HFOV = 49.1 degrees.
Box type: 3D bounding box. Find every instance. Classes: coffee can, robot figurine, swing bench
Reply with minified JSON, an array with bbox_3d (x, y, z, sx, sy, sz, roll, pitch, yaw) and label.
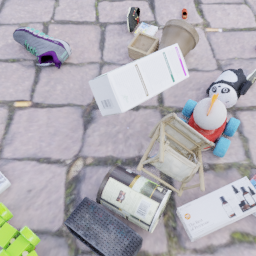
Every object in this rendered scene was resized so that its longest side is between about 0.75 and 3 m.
[{"bbox_3d":[0.169,1.947,7.881,1.741,1.274,1.274,25,59,16],"label":"coffee can"},{"bbox_3d":[3.722,-1.511,10.365,1.077,1.296,1.725,39,62,3],"label":"robot figurine"},{"bbox_3d":[1.378,0.766,7.923,1.664,1.085,1.672,35,54,-19],"label":"swing bench"}]

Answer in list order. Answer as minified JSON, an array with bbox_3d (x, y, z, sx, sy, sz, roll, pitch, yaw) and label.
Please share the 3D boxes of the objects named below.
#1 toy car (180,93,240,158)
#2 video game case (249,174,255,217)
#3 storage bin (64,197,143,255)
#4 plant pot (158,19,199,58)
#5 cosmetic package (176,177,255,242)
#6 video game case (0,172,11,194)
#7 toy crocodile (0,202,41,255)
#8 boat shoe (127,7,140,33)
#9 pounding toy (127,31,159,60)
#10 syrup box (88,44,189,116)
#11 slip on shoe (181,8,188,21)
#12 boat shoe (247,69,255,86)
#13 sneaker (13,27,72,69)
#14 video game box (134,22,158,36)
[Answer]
[{"bbox_3d":[2.650,-0.436,9.019,1.933,2.097,1.855,27,60,17],"label":"toy car"},{"bbox_3d":[4.929,1.915,8.518,2.828,0.247,2.022,-35,62,-22],"label":"video game case"},{"bbox_3d":[-0.620,2.794,7.300,1.873,1.266,0.878,30,61,19],"label":"storage bin"},{"bbox_3d":[1.936,-3.402,11.568,1.579,1.579,1.370,25,76,16],"label":"plant pot"},{"bbox_3d":[2.583,2.272,7.922,2.240,0.567,0.925,-23,56,-6],"label":"cosmetic package"},{"bbox_3d":[-5.100,1.824,8.585,2.010,0.254,2.206,37,63,22],"label":"video game case"},{"bbox_3d":[-3.265,2.901,7.535,2.960,0.914,0.999,30,60,23],"label":"toy crocodile"},{"bbox_3d":[0.267,-5.105,13.099,0.557,0.650,1.777,0,51,10],"label":"boat shoe"},{"bbox_3d":[0.820,-3.388,11.917,1.157,0.894,1.257,27,70,18],"label":"pounding toy"},{"bbox_3d":[0.414,-1.501,8.595,2.947,1.160,1.200,-30,104,-32],"label":"syrup box"},{"bbox_3d":[2.775,-5.604,13.680,0.331,0.274,0.895,6,54,6],"label":"slip on shoe"},{"bbox_3d":[5.129,-2.105,11.201,1.180,0.422,0.353,-41,64,-18],"label":"boat shoe"},{"bbox_3d":[-3.808,-3.345,11.716,2.747,1.022,1.203,18,62,12],"label":"sneaker"},{"bbox_3d":[0.834,-4.451,12.926,0.814,0.209,0.893,24,59,13],"label":"video game box"}]
